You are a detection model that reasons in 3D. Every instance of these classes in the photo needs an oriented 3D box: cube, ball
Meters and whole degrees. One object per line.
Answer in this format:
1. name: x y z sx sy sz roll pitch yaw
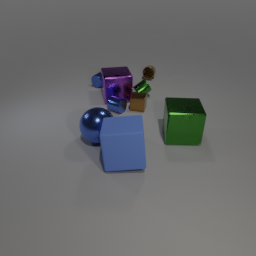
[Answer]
1. cube: 2.161 -0.280 11.053 1.400 1.400 1.400 2 31 1
2. cube: -0.575 -2.175 14.132 1.400 1.400 1.400 -6 33 -10
3. cube: -0.141 0.496 9.601 1.400 1.400 1.400 -4 26 3
4. cube: 0.496 -1.249 13.326 0.700 0.700 0.700 7 32 11
5. ball: -1.172 -0.104 10.791 1.400 1.400 1.400 0 32 0

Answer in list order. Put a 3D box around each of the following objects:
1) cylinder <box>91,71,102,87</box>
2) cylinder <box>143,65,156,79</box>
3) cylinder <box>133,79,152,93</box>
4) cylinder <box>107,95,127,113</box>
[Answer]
1. cylinder: -1.577 -2.716 15.596 0.700 0.700 0.700 16 37 24
2. cylinder: 1.260 -3.317 16.556 0.700 0.700 0.700 7 20 11
3. cylinder: 0.731 -2.019 14.344 0.700 0.700 0.700 -36 37 2
4. cylinder: -0.516 -1.106 13.091 0.700 0.700 0.700 19 36 28
